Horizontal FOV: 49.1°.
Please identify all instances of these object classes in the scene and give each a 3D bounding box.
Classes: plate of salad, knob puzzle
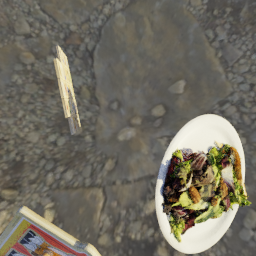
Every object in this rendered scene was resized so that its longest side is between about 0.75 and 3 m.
[{"bbox_3d":[1.534,1.047,5.111,2.580,0.620,2.580,-5,98,-37],"label":"plate of salad"},{"bbox_3d":[-1.215,2.560,4.806,2.620,2.620,0.363,21,37,5],"label":"knob puzzle"}]

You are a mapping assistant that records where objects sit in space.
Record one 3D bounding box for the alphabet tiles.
[{"bbox_3d":[-1.167,-0.727,5.429,0.073,1.935,1.617,-10,96,-5],"label":"alphabet tiles"}]
